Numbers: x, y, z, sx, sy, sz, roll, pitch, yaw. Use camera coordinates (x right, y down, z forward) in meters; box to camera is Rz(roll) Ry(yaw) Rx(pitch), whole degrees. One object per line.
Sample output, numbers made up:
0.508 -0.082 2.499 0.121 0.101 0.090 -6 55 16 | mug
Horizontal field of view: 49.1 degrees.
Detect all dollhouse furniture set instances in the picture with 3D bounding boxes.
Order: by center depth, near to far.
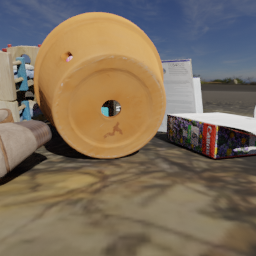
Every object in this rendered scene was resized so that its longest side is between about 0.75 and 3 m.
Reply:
-1.887 -0.916 6.857 2.984 2.091 2.103 2 19 4 | dollhouse furniture set

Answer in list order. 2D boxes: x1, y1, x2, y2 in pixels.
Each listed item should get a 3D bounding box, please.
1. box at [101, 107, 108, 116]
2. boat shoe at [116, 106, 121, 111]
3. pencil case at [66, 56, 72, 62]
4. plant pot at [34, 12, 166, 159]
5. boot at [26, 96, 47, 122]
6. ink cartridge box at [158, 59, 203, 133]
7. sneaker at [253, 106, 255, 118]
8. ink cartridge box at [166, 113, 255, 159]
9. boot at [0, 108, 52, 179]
-1.250 -0.655 11.035 0.925 0.552 2.247 1 9 8 | box
-0.356 -0.969 13.957 0.782 0.277 0.271 -17 17 -31 | boat shoe
-1.557 -1.604 9.213 1.213 1.268 2.931 -29 -17 17 | pencil case
-0.459 -0.718 5.510 2.818 2.818 1.973 -2 25 -12 | plant pot
-4.424 -0.376 9.444 2.792 0.956 2.629 -4 12 34 | boot
0.970 -0.850 7.552 2.058 2.062 0.419 8 31 38 | ink cartridge box
4.433 -0.311 8.067 1.233 0.805 2.204 5 9 35 | sneaker
2.057 0.152 5.654 1.475 0.682 2.707 -3 10 -21 | ink cartridge box
-2.486 0.330 4.231 2.567 0.902 1.877 -6 14 41 | boot
